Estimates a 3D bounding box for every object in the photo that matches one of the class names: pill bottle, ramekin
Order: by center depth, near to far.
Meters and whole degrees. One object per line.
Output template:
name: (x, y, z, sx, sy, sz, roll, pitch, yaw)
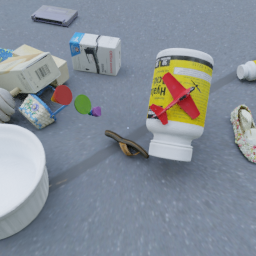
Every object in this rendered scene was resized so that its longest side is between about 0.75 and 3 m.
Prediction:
ramekin: (-3.589, 1.452, 7.472, 3.004, 1.465, 3.004, 0, 49, 0)
pill bottle: (1.404, -0.596, 7.951, 1.635, 1.635, 2.938, 8, 88, 7)
pill bottle: (5.164, -2.326, 11.259, 1.388, 0.777, 0.777, -8, 49, -8)

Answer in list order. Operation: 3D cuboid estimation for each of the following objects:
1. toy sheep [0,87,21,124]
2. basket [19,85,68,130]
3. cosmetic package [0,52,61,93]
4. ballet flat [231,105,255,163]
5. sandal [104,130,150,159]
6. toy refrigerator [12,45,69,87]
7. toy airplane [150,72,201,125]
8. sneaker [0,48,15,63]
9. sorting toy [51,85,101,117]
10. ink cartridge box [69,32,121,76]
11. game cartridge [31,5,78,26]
toy sheep: (-4.606, -0.692, 9.327, 2.289, 1.578, 1.578, -38, 56, -4)
basket: (-2.895, -0.759, 9.726, 1.267, 1.000, 1.437, 33, 66, 27)
cosmetic package: (-3.854, -1.986, 10.196, 2.594, 0.922, 1.364, 5, 41, 38)
ballet flat: (3.897, 0.089, 9.186, 0.834, 0.705, 2.205, -2, 49, -5)
sandal: (-0.088, 0.582, 8.804, 1.668, 0.682, 0.455, 28, 78, 13)
toy refrigerator: (-3.420, -2.499, 11.086, 2.195, 0.833, 0.768, 25, 53, 20)
toy airplane: (1.145, -0.653, 6.997, 1.430, 1.430, 0.263, 3, 21, 3)
sneaker: (-4.913, -2.930, 11.535, 0.837, 1.161, 2.210, 32, 56, 25)
sorting toy: (-1.434, -0.625, 7.526, 0.542, 1.572, 0.545, -11, 65, 40)
ink cartridge box: (-1.301, -3.010, 11.466, 1.903, 1.376, 0.801, 10, 49, 9)
game cartridge: (-3.825, -5.910, 14.718, 2.081, 0.399, 1.349, 14, 46, 12)
